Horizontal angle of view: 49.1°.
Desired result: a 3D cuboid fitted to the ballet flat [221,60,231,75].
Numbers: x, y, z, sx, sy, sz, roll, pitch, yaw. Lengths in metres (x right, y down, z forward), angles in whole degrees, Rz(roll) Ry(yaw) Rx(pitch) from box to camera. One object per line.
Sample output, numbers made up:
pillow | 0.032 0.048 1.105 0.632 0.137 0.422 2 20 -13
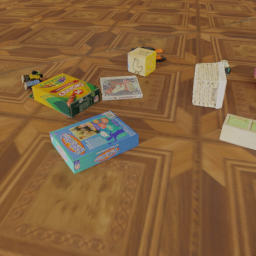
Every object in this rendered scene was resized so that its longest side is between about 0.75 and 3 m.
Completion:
ballet flat | 4.605 -2.966 13.299 0.412 0.415 1.213 -5 36 -5

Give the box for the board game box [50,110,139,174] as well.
board game box | -1.045 0.342 8.689 2.215 0.498 1.684 -21 41 -26

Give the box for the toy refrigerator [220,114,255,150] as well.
toy refrigerator | 3.979 0.191 8.747 1.951 0.682 0.740 17 40 23

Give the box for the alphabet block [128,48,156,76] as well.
alphabet block | 0.650 -3.088 13.026 0.980 0.958 0.963 21 43 28

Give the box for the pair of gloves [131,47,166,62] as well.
pair of gloves | 1.061 -3.904 14.740 1.741 0.242 1.954 -1 35 -2

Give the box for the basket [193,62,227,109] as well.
basket | 3.133 -1.710 10.923 1.100 1.209 1.783 5 36 10

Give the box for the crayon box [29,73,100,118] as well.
crayon box | -2.555 -1.397 10.964 2.534 0.644 1.609 23 42 29

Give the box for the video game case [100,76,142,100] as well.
video game case | -0.323 -1.714 11.765 1.607 0.203 1.763 -5 36 -6

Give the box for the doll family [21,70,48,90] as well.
doll family | -3.951 -2.019 11.900 0.928 0.630 1.605 -12 43 -23

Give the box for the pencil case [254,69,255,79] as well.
pencil case | 5.942 -1.794 11.198 1.042 1.089 2.516 -32 29 22
